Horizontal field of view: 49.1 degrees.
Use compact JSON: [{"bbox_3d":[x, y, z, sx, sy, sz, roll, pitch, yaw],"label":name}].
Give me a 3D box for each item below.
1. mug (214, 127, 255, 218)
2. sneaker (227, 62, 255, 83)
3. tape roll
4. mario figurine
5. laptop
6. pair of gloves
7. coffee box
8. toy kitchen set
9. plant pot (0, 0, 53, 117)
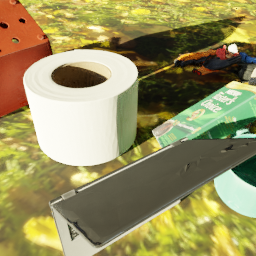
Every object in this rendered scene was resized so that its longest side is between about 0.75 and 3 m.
[{"bbox_3d":[2.671,0.961,5.904,1.529,1.150,1.860,22,45,22],"label":"mug"},{"bbox_3d":[4.572,-1.840,10.035,1.254,0.722,2.405,-1,33,-1],"label":"sneaker"},{"bbox_3d":[-1.125,-0.626,7.402,2.787,1.914,2.787,0,37,0],"label":"tape roll"},{"bbox_3d":[4.455,-2.951,11.179,1.789,1.105,0.949,17,54,14],"label":"mario figurine"},{"bbox_3d":[0.397,1.271,4.180,2.607,2.784,1.614,-22,41,-26],"label":"laptop"},{"bbox_3d":[3.104,-2.691,11.062,2.094,0.291,2.351,-20,31,-16],"label":"pair of gloves"},{"bbox_3d":[1.851,-0.185,6.597,2.500,0.550,1.537,-31,16,5],"label":"coffee box"},{"bbox_3d":[3.907,-0.111,7.569,1.921,1.413,2.398,22,63,26],"label":"toy kitchen set"},{"bbox_3d":[-3.720,-2.229,8.319,2.630,2.320,2.632,-33,80,-36],"label":"plant pot"}]
